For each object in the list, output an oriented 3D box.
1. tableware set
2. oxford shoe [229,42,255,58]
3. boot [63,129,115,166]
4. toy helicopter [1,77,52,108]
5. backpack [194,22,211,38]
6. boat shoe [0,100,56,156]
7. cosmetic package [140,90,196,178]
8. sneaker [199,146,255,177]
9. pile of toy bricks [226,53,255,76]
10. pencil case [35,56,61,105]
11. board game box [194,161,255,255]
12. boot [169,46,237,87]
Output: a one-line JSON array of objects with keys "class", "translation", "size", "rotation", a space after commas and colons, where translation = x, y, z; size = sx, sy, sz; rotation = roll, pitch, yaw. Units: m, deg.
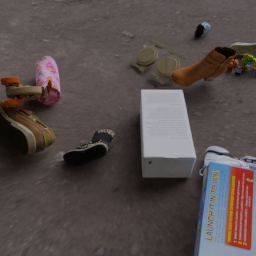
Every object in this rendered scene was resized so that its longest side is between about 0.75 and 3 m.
[{"class": "tableware set", "translation": [1.190, -2.539, 10.955], "size": [1.384, 0.420, 2.094], "rotation": [-49, 53, -2]}, {"class": "oxford shoe", "translation": [5.058, -3.254, 11.659], "size": [1.665, 0.626, 0.481], "rotation": [9, 28, 9]}, {"class": "boot", "translation": [-1.081, 0.541, 8.079], "size": [1.425, 0.521, 1.073], "rotation": [-21, 19, 24]}, {"class": "toy helicopter", "translation": [-3.091, -1.114, 8.892], "size": [1.402, 0.836, 2.120], "rotation": [-9, 3, -13]}, {"class": "backpack", "translation": [3.456, -4.525, 12.850], "size": [0.588, 0.624, 0.765], "rotation": [26, 45, 12]}, {"class": "boat shoe", "translation": [-3.357, -0.093, 8.508], "size": [2.912, 1.048, 0.990], "rotation": [34, 33, 30]}, {"class": "cosmetic package", "translation": [1.055, 0.077, 8.244], "size": [1.367, 0.960, 2.695], "rotation": [1, 47, 1]}, {"class": "sneaker", "translation": [2.799, 1.195, 7.454], "size": [1.754, 0.659, 1.008], "rotation": [21, 53, 23]}, {"class": "pile of toy bricks", "translation": [4.593, -2.564, 10.867], "size": [1.497, 0.739, 0.831], "rotation": [15, 49, 14]}, {"class": "pencil case", "translation": [-2.904, -1.725, 10.044], "size": [0.883, 0.883, 2.021], "rotation": [-11, 48, -10]}, {"class": "board game box", "translation": [2.853, 2.308, 5.916], "size": [2.662, 0.760, 2.719], "rotation": [11, 61, 10]}, {"class": "boot", "translation": [2.551, -2.091, 9.547], "size": [2.019, 1.568, 0.774], "rotation": [-3, 69, -17]}]
